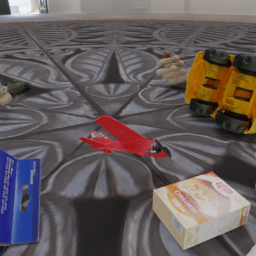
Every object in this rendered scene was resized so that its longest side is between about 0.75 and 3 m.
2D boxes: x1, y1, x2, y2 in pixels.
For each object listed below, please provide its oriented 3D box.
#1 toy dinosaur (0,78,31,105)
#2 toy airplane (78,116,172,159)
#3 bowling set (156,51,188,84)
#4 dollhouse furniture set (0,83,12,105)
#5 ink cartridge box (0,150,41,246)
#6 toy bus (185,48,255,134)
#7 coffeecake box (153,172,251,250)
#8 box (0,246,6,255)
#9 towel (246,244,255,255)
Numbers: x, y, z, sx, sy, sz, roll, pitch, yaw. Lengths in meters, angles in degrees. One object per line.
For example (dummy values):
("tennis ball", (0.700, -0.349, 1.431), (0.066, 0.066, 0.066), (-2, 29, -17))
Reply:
("toy dinosaur", (-4.330, -1.371, 10.030), (0.906, 0.488, 2.056), (13, 32, 11))
("toy airplane", (-0.126, 0.292, 5.240), (2.029, 0.373, 2.029), (18, -15, 5))
("bowling set", (1.679, -2.344, 10.237), (0.903, 1.170, 1.682), (-8, -6, 28))
("dollhouse furniture set", (-4.645, -0.927, 7.442), (2.318, 2.129, 1.508), (-42, 40, -15))
("ink cartridge box", (-2.861, 1.088, 4.182), (2.958, 0.580, 1.471), (-4, 60, -10))
("toy bus", (3.491, -1.085, 8.114), (2.740, 1.937, 2.854), (1, 21, -28))
("coffeecake box", (1.187, 1.307, 4.657), (1.251, 0.457, 0.960), (-12, 29, -22))
("box", (-2.331, 2.092, 3.265), (1.228, 0.329, 2.028), (-3, 26, -6))
("towel", (2.694, 2.042, 3.225), (2.526, 0.436, 2.432), (-19, 32, -35))
